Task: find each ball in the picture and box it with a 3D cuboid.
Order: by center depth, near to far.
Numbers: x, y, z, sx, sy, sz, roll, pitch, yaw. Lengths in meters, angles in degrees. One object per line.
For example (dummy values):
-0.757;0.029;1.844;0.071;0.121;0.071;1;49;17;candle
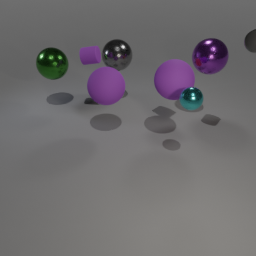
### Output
1.883;-0.872;8.316;0.700;0.700;0.700;0;30;0;ball
1.607;-1.670;9.731;1.400;1.400;1.400;0;30;0;ball
-0.797;-1.537;10.296;1.400;1.400;1.400;0;30;0;ball
3.244;-2.824;11.075;1.400;1.400;1.400;0;30;0;ball
-3.340;-2.839;12.383;1.400;1.400;1.400;0;30;0;ball
-0.495;-3.308;12.734;1.400;1.400;1.400;0;30;0;ball

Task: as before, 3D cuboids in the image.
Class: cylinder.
4.028;-2.722;8.687;0.700;0.700;0.700;16;27;26;cylinder
-1.549;-2.995;11.556;0.700;0.700;0.700;-3;29;13;cylinder
